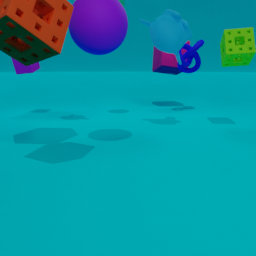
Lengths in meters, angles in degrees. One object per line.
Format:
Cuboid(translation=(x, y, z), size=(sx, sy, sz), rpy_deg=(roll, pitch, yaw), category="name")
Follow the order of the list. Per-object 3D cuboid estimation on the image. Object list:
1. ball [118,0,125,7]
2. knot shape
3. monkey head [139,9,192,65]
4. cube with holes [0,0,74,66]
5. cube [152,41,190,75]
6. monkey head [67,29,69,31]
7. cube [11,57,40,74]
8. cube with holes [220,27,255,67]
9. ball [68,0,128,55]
Cuboid(translation=(-0.585, -4.115, 9.279), size=(0.956, 0.956, 0.956), rpy_deg=(0, 13, 0), category="ball")
Cuboid(translation=(2.546, -2.982, 11.283), size=(0.684, 1.385, 1.480), rpy_deg=(40, 2, 38), category="knot shape")
Cuboid(translation=(1.183, -2.694, 8.076), size=(1.049, 1.741, 1.252), rpy_deg=(-43, 1, 12), category="monkey head")
Cuboid(translation=(-1.648, -1.751, 4.546), size=(0.956, 0.956, 0.956), rpy_deg=(-6, -25, 37), category="cube with holes")
Cuboid(translation=(1.951, -3.260, 12.855), size=(1.295, 1.295, 1.295), rpy_deg=(5, -2, -14), category="cube")
Cuboid(translation=(-2.187, -3.193, 8.508), size=(0.903, 1.498, 1.078), rpy_deg=(-41, -15, 2), category="monkey head")
Cuboid(translation=(-3.923, -2.524, 10.786), size=(0.707, 0.707, 0.707), rpy_deg=(-3, 26, 11), category="cube")
Cuboid(translation=(3.235, -2.379, 8.326), size=(0.799, 0.799, 0.799), rpy_deg=(-2, -15, 9), category="cube with holes")
Cuboid(translation=(-0.643, -2.236, 6.040), size=(1.287, 1.287, 1.287), rpy_deg=(0, 13, 0), category="ball")
